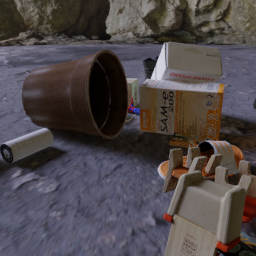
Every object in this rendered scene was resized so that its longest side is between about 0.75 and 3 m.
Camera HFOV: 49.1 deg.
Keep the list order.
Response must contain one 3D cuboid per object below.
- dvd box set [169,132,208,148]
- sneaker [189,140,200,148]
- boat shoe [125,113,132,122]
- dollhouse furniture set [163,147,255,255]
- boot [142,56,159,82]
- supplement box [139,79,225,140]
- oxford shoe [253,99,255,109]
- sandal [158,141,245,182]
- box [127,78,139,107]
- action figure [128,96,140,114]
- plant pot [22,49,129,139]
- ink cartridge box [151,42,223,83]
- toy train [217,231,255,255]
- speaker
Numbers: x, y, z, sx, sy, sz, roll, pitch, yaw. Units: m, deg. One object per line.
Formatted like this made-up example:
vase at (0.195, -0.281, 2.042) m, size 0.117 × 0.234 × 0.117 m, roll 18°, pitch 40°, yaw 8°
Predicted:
dvd box set at (1.681, 0.349, 7.718) m, size 0.953 × 0.140 × 0.698 m, roll 8°, pitch 23°, yaw 21°
sneaker at (1.776, 0.573, 6.882) m, size 0.341 × 0.345 × 0.882 m, roll 16°, pitch 25°, yaw -11°
boat shoe at (-0.112, -0.385, 9.517) m, size 0.314 × 0.267 × 0.864 m, roll 11°, pitch 23°, yaw 27°
dollhouse furniture set at (1.509, 1.226, 4.279) m, size 2.322 × 1.196 × 2.297 m, roll 18°, pitch 12°, yaw 39°
boot at (1.938, -2.621, 13.568) m, size 2.491 × 1.640 × 0.869 m, roll -1°, pitch 19°, yaw -3°
supplement box at (1.544, -0.573, 8.235) m, size 2.325 × 1.465 × 0.855 m, roll 6°, pitch 28°, yaw 19°
oxford shoe at (5.869, -0.897, 10.211) m, size 2.615 × 0.950 × 1.104 m, roll -17°, pitch 37°, yaw -25°
sandal at (1.677, 0.659, 5.983) m, size 2.110 × 0.605 × 0.808 m, roll -11°, pitch 43°, yaw -19°
box at (-0.758, -1.495, 11.397) m, size 2.264 × 1.075 × 0.880 m, roll 5°, pitch 22°, yaw 18°
action figure at (0.318, -0.787, 10.180) m, size 1.248 × 0.618 × 0.407 m, roll 13°, pitch 23°, yaw 38°
plant pot at (-1.578, -0.927, 8.288) m, size 2.454 × 2.479 × 2.479 m, roll 0°, pitch 19°, yaw 23°
ink cartridge box at (1.771, -1.567, 9.347) m, size 1.782 × 1.029 × 2.450 m, roll 5°, pitch -25°, yaw -6°
toy train at (1.439, 1.655, 3.736) m, size 0.722 × 0.540 × 1.267 m, roll 1°, pitch 15°, yaw -34°
speaker at (-2.485, 0.415, 7.012) m, size 0.512 × 0.512 × 1.260 m, roll 13°, pitch 24°, yaw 31°
